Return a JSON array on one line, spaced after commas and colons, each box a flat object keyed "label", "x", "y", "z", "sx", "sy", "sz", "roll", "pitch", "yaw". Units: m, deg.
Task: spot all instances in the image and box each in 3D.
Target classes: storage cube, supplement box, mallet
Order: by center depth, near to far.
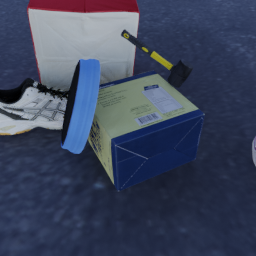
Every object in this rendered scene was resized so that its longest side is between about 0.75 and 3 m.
[{"label": "mallet", "x": 0.620, "y": -1.614, "z": 5.968, "sx": 1.732, "sy": 0.570, "sz": 0.356, "roll": 43, "pitch": 32, "yaw": 0}, {"label": "supplement box", "x": 0.203, "y": -0.062, "z": 6.051, "sx": 1.936, "sy": 1.300, "sz": 1.934, "roll": -18, "pitch": 43, "yaw": -20}, {"label": "storage cube", "x": -1.142, "y": -2.593, "z": 7.820, "sx": 2.518, "sy": 2.946, "sz": 2.648, "roll": -1, "pitch": 45, "yaw": -7}]

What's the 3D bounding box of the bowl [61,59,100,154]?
[{"label": "bowl", "x": -1.016, "y": -0.468, "z": 5.749, "sx": 0.387, "sy": 1.971, "sz": 1.971, "roll": 12, "pitch": 38, "yaw": -17}]

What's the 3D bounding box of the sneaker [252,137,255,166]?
[{"label": "sneaker", "x": 3.209, "y": 0.876, "z": 5.500, "sx": 0.948, "sy": 0.713, "sz": 1.904, "roll": 8, "pitch": 41, "yaw": -40}]

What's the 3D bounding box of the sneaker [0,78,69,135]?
[{"label": "sneaker", "x": -2.024, "y": -0.639, "z": 6.773, "sx": 2.745, "sy": 1.203, "sz": 1.038, "roll": -12, "pitch": 36, "yaw": -17}]
